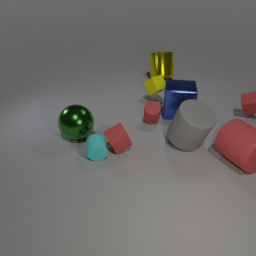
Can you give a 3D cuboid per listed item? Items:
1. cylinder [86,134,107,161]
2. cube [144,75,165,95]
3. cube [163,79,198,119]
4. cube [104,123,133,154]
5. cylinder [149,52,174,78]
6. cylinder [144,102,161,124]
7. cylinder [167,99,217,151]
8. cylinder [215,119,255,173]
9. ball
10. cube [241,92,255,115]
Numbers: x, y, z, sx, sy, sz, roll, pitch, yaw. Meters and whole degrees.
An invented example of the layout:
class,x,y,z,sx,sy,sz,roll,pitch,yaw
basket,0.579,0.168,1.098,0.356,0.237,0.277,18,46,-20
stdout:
class,x,y,z,sx,sy,sz,roll,pitch,yaw
cylinder,-1.132,0.699,10.054,0.700,0.700,0.700,-4,40,-7
cube,1.358,-2.101,13.753,0.700,0.700,0.700,-21,-3,-35
cube,2.351,-1.295,12.770,1.400,1.400,1.400,4,31,7
cube,-0.351,0.378,10.264,0.700,0.700,0.700,-29,50,-5
cylinder,1.977,-3.668,16.319,1.400,1.400,1.400,-3,11,1
cylinder,1.038,-0.659,12.075,0.700,0.700,0.700,-1,58,1
cylinder,2.322,-0.091,10.362,1.400,1.400,1.400,9,49,-10
cylinder,3.978,0.592,9.587,1.400,1.400,1.400,-16,35,-24
ball,-2.030,-0.225,10.986,1.400,1.400,1.400,0,31,0
cube,5.483,-1.095,12.455,0.700,0.700,0.700,-9,44,32
